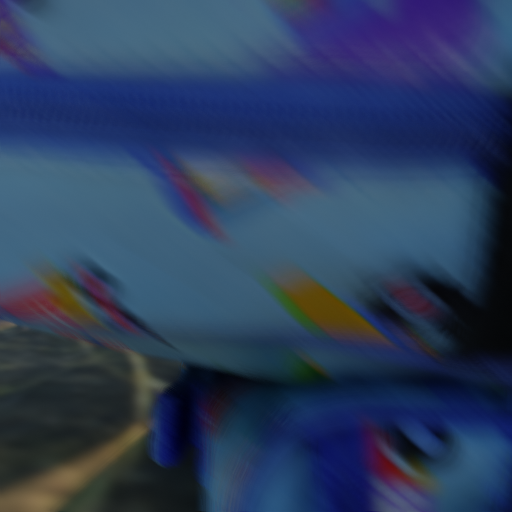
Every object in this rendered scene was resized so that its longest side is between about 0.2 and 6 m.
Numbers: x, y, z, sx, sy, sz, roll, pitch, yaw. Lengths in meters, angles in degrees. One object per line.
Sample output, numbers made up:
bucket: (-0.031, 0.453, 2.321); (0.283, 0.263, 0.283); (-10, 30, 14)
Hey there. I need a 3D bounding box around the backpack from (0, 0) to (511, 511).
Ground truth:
backpack: (0.093, -0.461, 2.217); (3.570, 2.402, 3.259); (-1, 8, -5)
